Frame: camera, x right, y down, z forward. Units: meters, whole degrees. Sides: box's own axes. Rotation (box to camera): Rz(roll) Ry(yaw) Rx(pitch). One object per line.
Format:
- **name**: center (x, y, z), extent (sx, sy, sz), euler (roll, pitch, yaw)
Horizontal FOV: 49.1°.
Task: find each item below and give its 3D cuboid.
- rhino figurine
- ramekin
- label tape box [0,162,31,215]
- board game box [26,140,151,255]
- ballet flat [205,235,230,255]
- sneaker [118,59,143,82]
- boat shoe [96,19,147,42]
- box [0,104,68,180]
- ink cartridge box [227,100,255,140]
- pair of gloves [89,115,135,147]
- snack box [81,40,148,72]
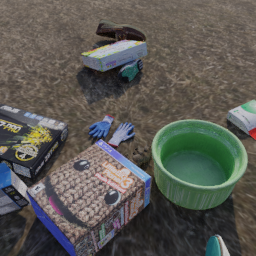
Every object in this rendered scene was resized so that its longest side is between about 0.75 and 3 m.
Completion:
- **rhino figurine**: center (0.388, 0.908, 8.971), extent (1.254, 0.375, 0.548), euler (-30, 67, -30)
- **ramekin**: center (1.955, 1.060, 8.141), extent (2.601, 1.271, 2.601), euler (0, 42, 0)
- **label tape box**: center (-3.266, 1.615, 7.298), extent (0.963, 1.335, 0.423), euler (-21, 36, 9)
- **board game box**: center (-0.950, 1.812, 7.358), extent (1.988, 1.208, 2.494), euler (33, 52, 31)
- **ballet flat**: center (2.085, 3.495, 5.996), extent (0.781, 0.781, 2.250), euler (7, 47, 7)
- **sneaker**: center (-0.064, -2.591, 12.760), extent (0.808, 0.687, 1.846), euler (7, 33, 34)
- **boat shoe**: center (-0.394, -5.050, 15.253), extent (2.838, 1.024, 1.021), euler (19, 76, 6)
- **box**: center (-3.694, 0.347, 9.255), extent (2.735, 0.672, 2.204), euler (17, 41, 12)
- **ink cartridge box**: center (4.743, -0.254, 10.252), extent (1.373, 0.427, 1.706), euler (-22, 45, -22)
- **pair of gloves**: center (-0.555, 0.077, 10.035), extent (1.602, 0.182, 1.288), euler (20, 48, 21)
- **snack box**: center (-0.642, -3.486, 13.266), extent (2.579, 0.683, 1.834), euler (-27, 34, -26)
